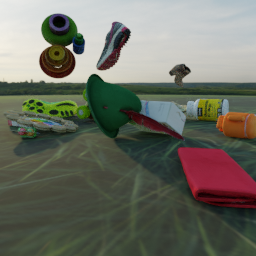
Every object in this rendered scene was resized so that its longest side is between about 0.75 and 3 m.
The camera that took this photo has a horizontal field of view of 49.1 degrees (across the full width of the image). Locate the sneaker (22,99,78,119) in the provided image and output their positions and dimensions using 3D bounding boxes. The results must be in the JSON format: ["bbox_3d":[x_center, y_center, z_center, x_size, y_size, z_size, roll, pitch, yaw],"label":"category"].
[{"bbox_3d":[-4.060,-0.896,14.708,2.966,1.099,1.240,3,-6,2],"label":"sneaker"}]

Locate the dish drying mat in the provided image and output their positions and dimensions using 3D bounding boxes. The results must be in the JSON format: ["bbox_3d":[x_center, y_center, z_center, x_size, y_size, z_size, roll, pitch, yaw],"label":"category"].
[{"bbox_3d":[1.645,0.819,5.475,1.148,0.272,2.989,2,8,5],"label":"dish drying mat"}]

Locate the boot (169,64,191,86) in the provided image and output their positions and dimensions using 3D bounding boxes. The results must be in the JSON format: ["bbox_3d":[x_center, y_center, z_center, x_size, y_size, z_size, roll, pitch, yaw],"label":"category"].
[{"bbox_3d":[2.152,-2.104,11.087,0.769,0.369,1.052,-19,-41,40],"label":"boot"}]

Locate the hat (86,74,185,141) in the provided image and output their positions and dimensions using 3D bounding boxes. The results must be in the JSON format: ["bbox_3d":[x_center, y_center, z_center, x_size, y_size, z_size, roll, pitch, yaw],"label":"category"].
[{"bbox_3d":[0.260,-0.877,9.005,2.276,2.142,2.586,-15,-41,19],"label":"hat"}]

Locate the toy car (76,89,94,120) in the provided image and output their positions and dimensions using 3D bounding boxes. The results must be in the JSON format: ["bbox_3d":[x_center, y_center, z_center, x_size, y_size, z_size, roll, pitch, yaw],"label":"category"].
[{"bbox_3d":[-0.901,-0.837,13.564,2.350,1.854,1.931,35,26,19],"label":"toy car"}]

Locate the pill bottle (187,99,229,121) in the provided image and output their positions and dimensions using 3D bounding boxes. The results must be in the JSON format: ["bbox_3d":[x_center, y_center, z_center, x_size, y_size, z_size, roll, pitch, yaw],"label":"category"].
[{"bbox_3d":[3.941,-0.903,13.921,1.900,1.068,1.068,4,10,27],"label":"pill bottle"}]

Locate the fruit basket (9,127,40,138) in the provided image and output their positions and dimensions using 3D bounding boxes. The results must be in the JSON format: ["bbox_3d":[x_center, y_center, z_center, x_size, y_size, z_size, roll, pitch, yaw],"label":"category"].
[{"bbox_3d":[-3.439,0.103,9.365,0.728,0.369,0.786,2,-11,13],"label":"fruit basket"}]

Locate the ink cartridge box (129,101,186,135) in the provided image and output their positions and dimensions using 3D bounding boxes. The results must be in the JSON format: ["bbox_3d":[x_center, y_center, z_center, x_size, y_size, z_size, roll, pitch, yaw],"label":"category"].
[{"bbox_3d":[0.939,-0.378,9.920,1.819,0.796,1.322,5,-17,36],"label":"ink cartridge box"}]

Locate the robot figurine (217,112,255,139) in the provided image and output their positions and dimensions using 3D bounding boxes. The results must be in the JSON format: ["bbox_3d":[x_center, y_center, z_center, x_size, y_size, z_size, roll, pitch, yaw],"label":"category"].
[{"bbox_3d":[3.772,-0.090,9.387,1.465,1.054,0.855,7,32,39],"label":"robot figurine"}]

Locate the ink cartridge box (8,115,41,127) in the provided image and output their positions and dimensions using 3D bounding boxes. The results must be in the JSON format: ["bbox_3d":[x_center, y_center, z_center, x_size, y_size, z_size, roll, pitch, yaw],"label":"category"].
[{"bbox_3d":[-4.510,-0.350,12.204,1.162,0.498,0.858,7,11,29],"label":"ink cartridge box"}]

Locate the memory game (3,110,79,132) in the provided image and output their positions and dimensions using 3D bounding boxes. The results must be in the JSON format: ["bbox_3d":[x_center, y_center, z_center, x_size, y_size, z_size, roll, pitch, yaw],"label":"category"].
[{"bbox_3d":[-3.308,-0.292,10.829,2.839,0.181,2.839,14,8,-2],"label":"memory game"}]

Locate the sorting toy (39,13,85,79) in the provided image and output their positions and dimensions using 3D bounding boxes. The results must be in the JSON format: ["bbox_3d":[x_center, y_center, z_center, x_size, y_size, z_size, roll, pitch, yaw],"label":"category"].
[{"bbox_3d":[-2.281,-3.036,9.745,1.578,2.625,1.078,1,-12,-12],"label":"sorting toy"}]

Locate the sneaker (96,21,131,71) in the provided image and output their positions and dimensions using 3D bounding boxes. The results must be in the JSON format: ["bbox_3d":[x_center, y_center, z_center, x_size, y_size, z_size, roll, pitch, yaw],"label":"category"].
[{"bbox_3d":[-0.579,-2.760,9.650,0.671,1.798,0.725,45,26,21],"label":"sneaker"}]

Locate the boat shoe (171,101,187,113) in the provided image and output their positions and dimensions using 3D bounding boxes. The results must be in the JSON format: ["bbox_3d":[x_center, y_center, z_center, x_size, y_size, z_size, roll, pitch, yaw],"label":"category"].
[{"bbox_3d":[2.267,-0.980,14.243,0.933,0.840,2.585,-33,-11,39],"label":"boat shoe"}]
